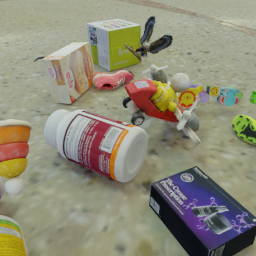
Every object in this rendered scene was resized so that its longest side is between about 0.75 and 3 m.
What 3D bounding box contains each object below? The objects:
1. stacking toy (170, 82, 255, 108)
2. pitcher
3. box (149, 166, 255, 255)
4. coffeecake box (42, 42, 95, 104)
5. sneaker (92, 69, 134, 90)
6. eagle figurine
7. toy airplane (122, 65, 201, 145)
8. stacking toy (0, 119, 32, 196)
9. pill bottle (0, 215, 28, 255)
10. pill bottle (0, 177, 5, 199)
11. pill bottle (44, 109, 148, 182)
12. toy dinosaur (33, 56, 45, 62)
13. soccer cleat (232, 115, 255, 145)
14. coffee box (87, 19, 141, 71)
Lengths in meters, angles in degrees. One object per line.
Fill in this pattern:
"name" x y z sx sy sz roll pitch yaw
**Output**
"stacking toy" 2.665 -0.965 8.666 2.838 0.667 2.140 3 12 -6
"pitcher" 1.089 -0.987 8.776 1.635 0.991 1.402 10 25 18
"box" 1.333 1.568 5.201 1.179 0.658 1.670 -14 35 -26
"coffeecake box" -1.968 -1.981 9.838 0.736 1.546 2.014 4 32 21
"sneaker" -0.499 -1.724 10.569 1.645 0.606 0.713 -10 56 -20
"eagle figurine" 0.666 -2.654 8.678 1.248 0.947 0.941 -44 46 12
"toy airplane" 1.147 -0.704 7.373 2.244 1.583 2.234 39 28 1
"stacking toy" -1.731 0.459 4.082 0.772 0.772 1.057 -11 78 -16
"pill bottle" -1.807 2.235 3.702 1.106 1.106 1.991 -16 35 -23
"pill bottle" -3.042 1.565 4.784 1.085 1.085 1.933 3 33 5
"pill bottle" -0.789 0.305 6.566 2.268 1.281 1.281 18 37 26
"toy dinosaur" -2.778 -2.869 12.128 2.476 0.953 1.266 -20 25 -18
"soccer cleat" 3.615 0.236 7.489 0.810 0.626 1.937 15 17 -34
"coffee box" -0.603 -3.741 12.467 1.729 1.732 1.713 -22 39 -31
